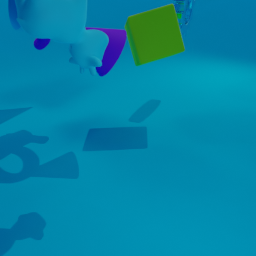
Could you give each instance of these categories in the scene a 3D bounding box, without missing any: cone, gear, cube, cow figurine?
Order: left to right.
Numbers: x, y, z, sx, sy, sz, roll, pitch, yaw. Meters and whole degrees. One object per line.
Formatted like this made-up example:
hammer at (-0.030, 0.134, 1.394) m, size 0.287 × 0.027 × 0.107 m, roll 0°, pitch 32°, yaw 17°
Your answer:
cone at (-2.507, -3.462, 8.099) m, size 1.411 × 1.405 × 1.405 m, roll -7°, pitch 26°, yaw -40°
cow figurine at (-0.879, -1.347, 3.873) m, size 0.731 × 1.311 × 1.332 m, roll 17°, pitch 26°, yaw 41°
cone at (-0.765, -1.758, 5.621) m, size 1.074 × 1.070 × 1.070 m, roll 25°, pitch 18°, yaw -26°
cube at (0.612, -2.212, 6.856) m, size 1.092 × 1.092 × 1.092 m, roll -17°, pitch 11°, yaw -2°
gear at (1.661, -3.551, 8.318) m, size 0.310 × 1.678 × 1.678 m, roll 14°, pitch 31°, yaw 18°

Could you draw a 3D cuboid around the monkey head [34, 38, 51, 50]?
monkey head at (-1.727, -2.493, 6.587) m, size 1.216 × 1.690 × 1.018 m, roll 41°, pitch 55°, yaw 4°
